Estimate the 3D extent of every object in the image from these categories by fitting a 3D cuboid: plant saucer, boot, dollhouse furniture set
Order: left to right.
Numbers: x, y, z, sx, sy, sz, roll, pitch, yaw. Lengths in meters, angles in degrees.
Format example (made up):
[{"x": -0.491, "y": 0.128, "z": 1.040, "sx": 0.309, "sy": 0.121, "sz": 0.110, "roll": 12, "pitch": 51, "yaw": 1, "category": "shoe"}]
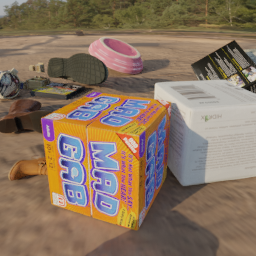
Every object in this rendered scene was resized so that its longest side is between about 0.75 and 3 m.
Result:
[{"x": -3.744, "y": -2.080, "z": 10.998, "sx": 1.153, "sy": 1.019, "sz": 0.641, "roll": 7, "pitch": 23, "yaw": 14, "category": "dollhouse furniture set"}, {"x": -1.712, "y": 0.804, "z": 5.231, "sx": 0.653, "sy": 0.323, "sz": 0.842, "roll": 16, "pitch": 20, "yaw": 24, "category": "boot"}, {"x": -2.525, "y": -0.423, "z": 7.775, "sx": 1.768, "sy": 0.609, "sz": 1.897, "roll": -2, "pitch": 19, "yaw": -8, "category": "boot"}, {"x": -1.402, "y": -2.114, "z": 10.408, "sx": 2.966, "sy": 1.004, "sz": 1.937, "roll": 14, "pitch": 10, "yaw": 37, "category": "boot"}, {"x": -0.490, "y": -3.685, "z": 13.817, "sx": 2.828, "sy": 0.717, "sz": 2.828, "roll": 18, "pitch": 32, "yaw": -12, "category": "plant saucer"}]

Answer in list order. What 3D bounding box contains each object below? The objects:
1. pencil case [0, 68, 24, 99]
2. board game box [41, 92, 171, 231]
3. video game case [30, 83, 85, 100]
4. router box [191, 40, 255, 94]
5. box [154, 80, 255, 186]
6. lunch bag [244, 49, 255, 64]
[{"x": -4.868, "y": -1.720, "z": 10.122, "sx": 2.414, "sy": 0.939, "sz": 1.080, "roll": 16, "pitch": 69, "yaw": 34, "category": "pencil case"}, {"x": -0.257, "y": 0.394, "z": 4.559, "sx": 1.506, "sy": 1.505, "sz": 1.507, "roll": 10, "pitch": 25, "yaw": 21, "category": "board game box"}, {"x": -2.587, "y": -1.387, "z": 10.443, "sx": 1.509, "sy": 0.192, "sz": 1.364, "roll": 9, "pitch": 24, "yaw": 19, "category": "video game case"}, {"x": 3.076, "y": -1.649, "z": 8.738, "sx": 1.614, "sy": 0.553, "sz": 2.165, "roll": -28, "pitch": 43, "yaw": 16, "category": "router box"}, {"x": 1.551, "y": -0.013, "z": 5.520, "sx": 1.750, "sy": 1.499, "sz": 1.741, "roll": -4, "pitch": 23, "yaw": -13, "category": "box"}, {"x": 4.220, "y": -1.976, "z": 10.116, "sx": 2.162, "sy": 1.506, "sz": 1.813, "roll": -3, "pitch": 23, "yaw": -5, "category": "lunch bag"}]
